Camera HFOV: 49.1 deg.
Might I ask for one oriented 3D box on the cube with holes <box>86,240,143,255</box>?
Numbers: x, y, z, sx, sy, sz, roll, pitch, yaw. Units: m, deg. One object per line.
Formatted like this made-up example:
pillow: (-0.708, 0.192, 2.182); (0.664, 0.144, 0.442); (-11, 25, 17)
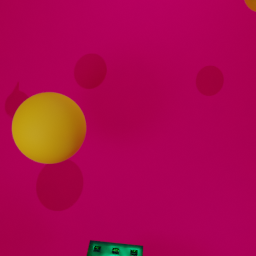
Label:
cube with holes: (-0.311, 3.126, 5.607); (1.115, 1.115, 1.115); (5, 123, 2)

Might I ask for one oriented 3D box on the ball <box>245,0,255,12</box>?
ball: (2.833, -2.830, 5.789); (0.815, 0.815, 0.815); (0, 86, 0)

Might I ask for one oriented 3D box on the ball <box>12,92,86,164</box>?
ball: (-1.463, -0.001, 5.276); (1.334, 1.334, 1.334); (0, 86, 0)
